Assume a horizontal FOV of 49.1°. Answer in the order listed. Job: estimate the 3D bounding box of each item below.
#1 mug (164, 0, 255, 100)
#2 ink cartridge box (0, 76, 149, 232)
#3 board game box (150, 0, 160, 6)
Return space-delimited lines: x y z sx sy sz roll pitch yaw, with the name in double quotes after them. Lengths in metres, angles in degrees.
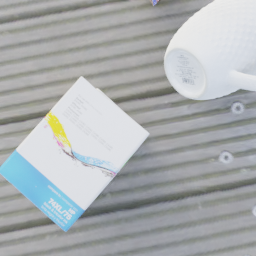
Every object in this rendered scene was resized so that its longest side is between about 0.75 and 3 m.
2.392 -1.672 6.370 2.493 2.100 2.844 -35 47 -23 "mug"
-1.125 0.569 6.845 2.002 2.011 2.742 40 88 4 "ink cartridge box"
0.989 -4.038 7.468 1.258 1.003 0.609 -34 91 12 "board game box"
